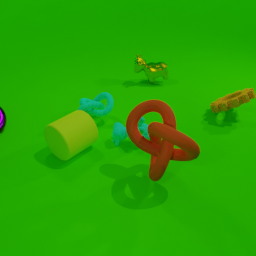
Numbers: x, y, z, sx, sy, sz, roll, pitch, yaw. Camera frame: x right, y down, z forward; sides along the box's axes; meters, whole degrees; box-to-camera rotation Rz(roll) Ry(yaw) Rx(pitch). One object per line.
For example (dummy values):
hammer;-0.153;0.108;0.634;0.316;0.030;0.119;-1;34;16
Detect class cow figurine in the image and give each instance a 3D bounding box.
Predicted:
cow figurine;0.903;-2.399;11.085;1.313;1.292;0.721;-13;41;20
cow figurine;0.160;0.159;8.007;1.184;1.165;0.650;23;52;-29

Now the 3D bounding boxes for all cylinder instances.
cylinder;-1.527;0.184;7.568;1.048;1.048;1.048;25;41;32

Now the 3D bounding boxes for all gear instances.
gear;3.407;-0.902;9.153;1.402;0.259;1.402;-24;8;3

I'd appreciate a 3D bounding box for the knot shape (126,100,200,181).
knot shape;0.709;0.406;6.377;0.858;1.737;1.856;-20;42;-30

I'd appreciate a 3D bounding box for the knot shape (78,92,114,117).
knot shape;-1.171;-0.638;8.933;1.309;0.605;1.225;4;31;48

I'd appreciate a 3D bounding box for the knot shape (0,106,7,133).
knot shape;-4.604;-0.737;8.148;0.953;2.063;1.931;-45;56;-8
